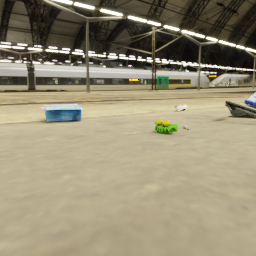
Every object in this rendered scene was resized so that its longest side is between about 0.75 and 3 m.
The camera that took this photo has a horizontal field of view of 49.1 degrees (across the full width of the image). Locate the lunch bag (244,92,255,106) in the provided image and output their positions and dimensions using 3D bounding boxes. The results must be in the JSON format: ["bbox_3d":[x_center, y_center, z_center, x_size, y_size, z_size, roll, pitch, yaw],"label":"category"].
[{"bbox_3d":[6.338,-1.194,12.174,1.988,1.267,1.690,-9,9,3],"label":"lunch bag"}]

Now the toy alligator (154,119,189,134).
[{"bbox_3d":[1.012,0.019,7.018,1.140,0.338,0.309,12,56,50],"label":"toy alligator"}]

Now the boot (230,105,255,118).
[{"bbox_3d":[4.765,-0.642,10.788,1.541,0.522,1.006,6,5,29],"label":"boot"}]

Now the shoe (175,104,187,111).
[{"bbox_3d":[2.610,-0.954,13.634,0.392,0.299,1.120,-32,-15,31],"label":"shoe"}]

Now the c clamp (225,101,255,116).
[{"bbox_3d":[4.011,-0.600,9.423,1.745,0.236,1.491,27,4,40],"label":"c clamp"}]

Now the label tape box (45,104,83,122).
[{"bbox_3d":[-2.237,-0.501,9.633,1.182,0.545,1.650,-3,11,-17],"label":"label tape box"}]

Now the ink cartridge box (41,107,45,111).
[{"bbox_3d":[-3.893,-0.958,13.932,0.825,0.173,0.492,-1,9,-21],"label":"ink cartridge box"}]
